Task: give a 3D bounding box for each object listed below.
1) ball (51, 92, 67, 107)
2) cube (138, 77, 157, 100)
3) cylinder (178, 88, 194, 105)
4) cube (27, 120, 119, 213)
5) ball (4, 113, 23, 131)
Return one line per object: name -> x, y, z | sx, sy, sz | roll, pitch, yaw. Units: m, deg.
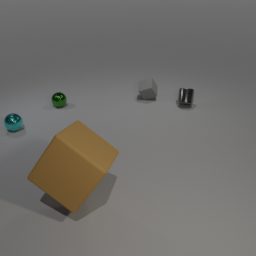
ball -> -3.184, -1.305, 12.943 | 0.700, 0.700, 0.700 | 0, 29, 0
cube -> 0.971, -1.908, 13.586 | 0.700, 0.700, 0.700 | -14, 53, 25
cylinder -> 2.680, -1.444, 12.954 | 0.700, 0.700, 0.700 | 6, -1, 0
cube -> -1.283, 0.891, 6.908 | 1.400, 1.400, 1.400 | 37, 19, -1
ball -> -4.490, -0.229, 10.974 | 0.700, 0.700, 0.700 | 0, 29, 0
